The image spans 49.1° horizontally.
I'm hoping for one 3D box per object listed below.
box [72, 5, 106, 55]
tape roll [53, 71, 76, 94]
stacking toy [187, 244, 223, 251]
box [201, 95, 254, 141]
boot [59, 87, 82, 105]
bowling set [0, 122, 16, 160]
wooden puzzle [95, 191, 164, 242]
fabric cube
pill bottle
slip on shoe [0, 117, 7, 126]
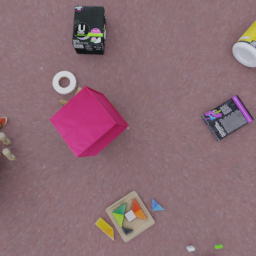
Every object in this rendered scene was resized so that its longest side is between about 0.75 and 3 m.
[{"bbox_3d":[-1.413,-3.610,10.398,1.110,0.929,1.494,3,82,0],"label":"box"},{"bbox_3d":[-2.374,-1.697,10.510,0.881,0.161,0.881,0,82,-1],"label":"tape roll"},{"bbox_3d":[2.658,4.514,9.555,1.297,0.305,0.978,-5,83,-3],"label":"stacking toy"},{"bbox_3d":[3.634,-0.368,10.261,1.552,0.280,1.110,-30,82,-6],"label":"box"},{"bbox_3d":[-1.993,-1.126,10.377,0.772,0.292,0.882,31,84,-9],"label":"boot"},{"bbox_3d":[-4.615,0.454,9.964,1.688,0.906,1.175,16,63,4],"label":"bowling set"},{"bbox_3d":[0.065,3.097,9.764,2.174,0.254,1.467,-39,84,-6],"label":"wooden puzzle"},{"bbox_3d":[-1.224,-0.175,9.271,1.632,1.606,1.637,-42,77,11],"label":"fabric cube"},{"bbox_3d":[4.907,-3.326,10.253,1.153,1.153,2.059,41,83,6],"label":"pill bottle"},{"bbox_3d":[-4.782,-0.137,10.245,0.783,0.240,0.290,-33,81,-6],"label":"slip on shoe"}]
